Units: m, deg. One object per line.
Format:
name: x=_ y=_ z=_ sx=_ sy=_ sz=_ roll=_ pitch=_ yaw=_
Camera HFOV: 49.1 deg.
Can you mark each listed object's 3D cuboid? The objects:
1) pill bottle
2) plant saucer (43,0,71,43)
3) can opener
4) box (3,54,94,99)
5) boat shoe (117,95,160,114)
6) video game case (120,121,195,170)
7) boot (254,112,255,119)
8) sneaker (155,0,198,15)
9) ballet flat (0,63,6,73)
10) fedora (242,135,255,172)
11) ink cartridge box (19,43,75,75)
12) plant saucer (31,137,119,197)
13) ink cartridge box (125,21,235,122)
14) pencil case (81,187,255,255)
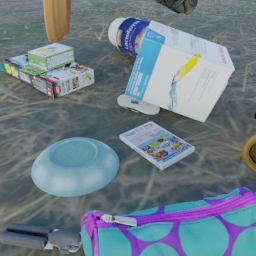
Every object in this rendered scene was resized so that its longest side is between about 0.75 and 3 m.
pill bottle: x=0.380 y=-3.606 z=11.277 sx=1.480 sy=1.480 sz=2.558 roll=-21 pitch=37 yaw=-29
plant saucer: x=-1.845 y=-3.805 z=7.537 sx=0.546 sy=2.915 sz=2.915 roll=1 pitch=32 yaw=-10
can opener: x=-1.297 y=1.583 z=4.203 sx=1.279 sy=0.428 sz=0.341 roll=5 pitch=33 yaw=8
box: x=-2.735 y=-1.926 z=9.554 sx=2.978 sy=0.517 sz=1.639 roll=27 pitch=41 yaw=35
boat shoe: x=0.281 y=-0.645 z=7.657 sx=1.170 sy=0.413 sz=0.372 roll=17 pitch=-5 yaw=-4
video game case: x=0.638 y=0.344 z=6.403 sx=1.027 sy=0.129 sz=1.435 roll=-23 pitch=39 yaw=-32
boot: x=4.171 y=-0.119 z=6.728 sx=1.284 sy=0.719 sz=1.856 roll=-16 pitch=23 yaw=-16
sneaker: x=1.289 y=-3.764 z=6.966 sx=1.335 sy=2.331 sz=0.891 roll=41 pitch=80 yaw=15
ballet flat: x=-4.297 y=-2.258 z=10.294 sx=0.369 sy=0.369 sz=1.044 roll=27 pitch=42 yaw=35
fedora: x=2.796 y=0.496 z=5.562 sx=0.945 sy=0.945 sz=0.385 roll=22 pitch=23 yaw=30
ink cartridge box: x=-2.656 y=-2.283 z=9.156 sx=0.872 sy=0.498 sz=1.679 roll=22 pitch=39 yaw=30
plant saucer: x=-1.087 y=0.631 z=5.768 sx=1.812 sy=0.349 sz=1.812 roll=0 pitch=32 yaw=0
ink cartridge box: x=1.321 y=-1.512 z=7.420 sx=2.246 sy=1.625 sz=1.654 roll=20 pitch=35 yaw=0
pencil case: x=0.670 y=1.464 z=3.722 sx=2.493 sy=1.152 sz=1.061 roll=-6 pitch=27 yaw=-12
